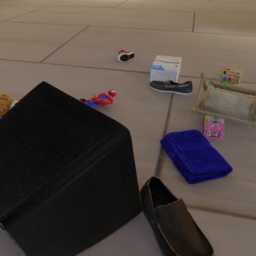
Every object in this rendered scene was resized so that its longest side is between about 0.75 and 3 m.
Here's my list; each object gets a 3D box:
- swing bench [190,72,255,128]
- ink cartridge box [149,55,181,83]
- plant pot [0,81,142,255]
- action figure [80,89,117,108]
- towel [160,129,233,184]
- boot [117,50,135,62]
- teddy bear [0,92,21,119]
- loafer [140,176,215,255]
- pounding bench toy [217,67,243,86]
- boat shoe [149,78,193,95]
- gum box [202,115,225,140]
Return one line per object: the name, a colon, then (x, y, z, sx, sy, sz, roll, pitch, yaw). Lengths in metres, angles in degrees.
swing bench: (3.750, -0.973, 10.209, 2.244, 1.464, 2.256, 17, 9, 24)
ink cartridge box: (1.898, -2.960, 13.791, 1.280, 0.737, 2.211, 8, 36, 12)
plant pot: (-1.726, 1.186, 6.257, 2.966, 2.973, 2.638, 29, 53, 34)
action figure: (-1.445, -0.920, 10.860, 0.917, 0.724, 2.802, 1, 23, 46)
towel: (2.066, 0.768, 8.696, 1.527, 0.512, 2.068, -11, 37, -14)
boot: (-0.369, -4.035, 15.583, 0.941, 0.472, 1.305, 24, 34, 31)
teddy bear: (-4.832, -0.684, 10.499, 2.507, 0.837, 1.818, 13, 39, 18)
loafer: (0.991, 2.110, 6.422, 0.959, 0.937, 2.627, -18, 39, -24)
pounding bench toy: (4.526, -2.152, 12.624, 0.958, 0.763, 1.228, 17, 39, 22)
boat shoe: (1.910, -1.959, 12.468, 1.984, 0.622, 0.721, 13, 37, 18)
gum box: (3.046, -0.086, 9.998, 0.690, 0.402, 1.216, 10, 36, 11)
